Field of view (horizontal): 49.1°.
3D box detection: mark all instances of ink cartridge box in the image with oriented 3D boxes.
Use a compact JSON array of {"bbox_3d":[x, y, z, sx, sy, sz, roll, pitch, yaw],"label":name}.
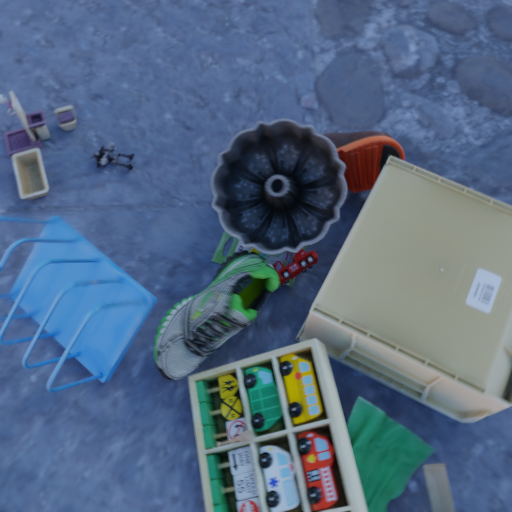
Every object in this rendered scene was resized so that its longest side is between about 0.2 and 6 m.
[{"bbox_3d":[0.043,-0.095,10.028,1.546,0.458,0.802,17,65,8],"label":"ink cartridge box"}]

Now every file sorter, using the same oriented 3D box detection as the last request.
[{"bbox_3d":[-3.170,0.702,8.686,2.419,1.484,1.679,36,104,18],"label":"file sorter"}]

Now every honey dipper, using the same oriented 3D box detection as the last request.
[{"bbox_3d":[-0.337,2.708,8.192,0.147,0.776,0.147,25,48,-32],"label":"honey dipper"}]

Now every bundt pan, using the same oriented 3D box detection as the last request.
[{"bbox_3d":[0.403,-1.085,9.381,2.240,0.840,2.240,-1,85,9],"label":"bundt pan"}]

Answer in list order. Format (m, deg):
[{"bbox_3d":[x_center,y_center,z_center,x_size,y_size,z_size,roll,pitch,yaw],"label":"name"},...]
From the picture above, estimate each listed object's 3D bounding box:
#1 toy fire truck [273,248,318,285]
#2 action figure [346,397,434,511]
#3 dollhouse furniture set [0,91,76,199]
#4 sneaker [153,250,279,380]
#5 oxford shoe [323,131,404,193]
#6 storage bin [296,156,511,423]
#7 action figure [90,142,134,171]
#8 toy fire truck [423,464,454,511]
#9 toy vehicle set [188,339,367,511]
[{"bbox_3d":[0.650,-0.069,9.619,1.092,0.266,0.770,-31,65,-12],"label":"toy fire truck"},{"bbox_3d":[1.382,3.448,8.132,1.433,0.663,2.425,35,78,-2],"label":"action figure"},{"bbox_3d":[-4.118,-2.178,10.545,1.490,1.335,1.881,-18,66,-8],"label":"dollhouse furniture set"},{"bbox_3d":[-0.658,0.944,8.880,0.975,1.064,2.498,44,82,-24],"label":"sneaker"},{"bbox_3d":[1.014,-1.636,10.612,3.333,1.186,1.209,-9,31,3],"label":"oxford shoe"},{"bbox_3d":[2.836,0.507,9.175,3.200,1.510,3.223,26,67,11],"label":"storage bin"},{"bbox_3d":[-2.850,-1.938,10.935,0.885,0.452,0.526,10,75,3],"label":"action figure"},{"bbox_3d":[2.276,3.951,7.822,1.546,1.130,1.757,0,53,1],"label":"toy fire truck"},{"bbox_3d":[0.309,3.167,7.963,2.194,0.468,3.531,-21,63,17],"label":"toy vehicle set"}]
